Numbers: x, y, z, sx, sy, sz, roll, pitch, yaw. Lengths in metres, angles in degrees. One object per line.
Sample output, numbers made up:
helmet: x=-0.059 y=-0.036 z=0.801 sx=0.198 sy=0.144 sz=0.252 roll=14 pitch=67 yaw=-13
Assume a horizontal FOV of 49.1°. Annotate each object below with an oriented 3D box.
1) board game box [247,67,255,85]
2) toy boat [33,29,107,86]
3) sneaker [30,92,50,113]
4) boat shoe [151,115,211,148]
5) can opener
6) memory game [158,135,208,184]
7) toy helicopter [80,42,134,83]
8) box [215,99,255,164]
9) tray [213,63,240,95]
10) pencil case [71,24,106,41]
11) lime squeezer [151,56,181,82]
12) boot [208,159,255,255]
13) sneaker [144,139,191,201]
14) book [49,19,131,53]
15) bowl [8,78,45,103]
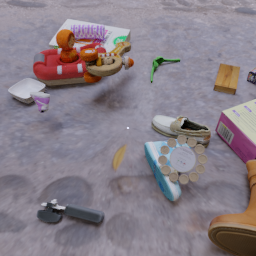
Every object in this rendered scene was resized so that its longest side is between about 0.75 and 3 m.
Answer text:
board game box: x=5.341 y=-1.904 z=10.184 sx=1.547 sy=0.439 sz=1.279 roll=-30 pitch=49 yaw=-27
toy boat: x=-2.101 y=-2.663 z=10.012 sx=2.674 sy=1.748 sz=1.745 roll=-8 pitch=44 yaw=-8
sneaker: x=-2.532 y=-0.732 z=7.952 sx=0.359 sy=0.565 sz=0.991 roll=-6 pitch=17 yaw=-36
boat shoe: x=1.538 y=-0.058 z=8.122 sx=1.794 sy=0.613 sz=0.670 roll=20 pitch=47 yaw=20
can opener: x=-1.280 y=1.931 z=6.302 sx=1.488 sy=0.392 sz=0.495 roll=6 pitch=79 yaw=9
memory game: x=1.228 y=0.709 z=6.323 sx=1.112 sy=0.071 sz=1.112 roll=-1 pitch=85 yaw=10
toy helicopter: x=-0.385 y=-2.280 z=8.994 sx=1.558 sy=0.929 sz=2.356 roll=10 pitch=39 yaw=20
box: x=3.657 y=0.051 z=7.803 sx=1.729 sy=0.836 sz=1.520 roll=-19 pitch=50 yaw=-18
tray: x=3.624 y=-1.827 z=10.218 sx=0.749 sy=0.281 sz=1.518 roll=15 pitch=45 yaw=15
pencil case: x=-1.625 y=-3.870 z=11.345 sx=1.450 sy=0.620 sz=0.608 roll=0 pitch=-1 yaw=4
lime squeezer: x=1.211 y=-2.382 z=10.834 sx=0.704 sy=0.376 sz=1.995 roll=48 pitch=54 yaw=2
boot: x=2.948 y=1.580 z=6.158 sx=2.884 sy=1.063 sz=2.231 roll=8 pitch=44 yaw=-8
sneaker: x=1.214 y=0.917 z=7.045 sx=1.177 sy=0.717 sz=1.804 roll=-13 pitch=46 yaw=-11
book: x=-1.573 y=-3.669 z=11.940 sx=2.950 sy=0.709 sz=1.971 roll=12 pitch=50 yaw=11
bowl: x=-3.400 y=-1.235 z=9.532 sx=0.987 sy=0.369 sz=0.989 roll=24 pitch=50 yaw=23
